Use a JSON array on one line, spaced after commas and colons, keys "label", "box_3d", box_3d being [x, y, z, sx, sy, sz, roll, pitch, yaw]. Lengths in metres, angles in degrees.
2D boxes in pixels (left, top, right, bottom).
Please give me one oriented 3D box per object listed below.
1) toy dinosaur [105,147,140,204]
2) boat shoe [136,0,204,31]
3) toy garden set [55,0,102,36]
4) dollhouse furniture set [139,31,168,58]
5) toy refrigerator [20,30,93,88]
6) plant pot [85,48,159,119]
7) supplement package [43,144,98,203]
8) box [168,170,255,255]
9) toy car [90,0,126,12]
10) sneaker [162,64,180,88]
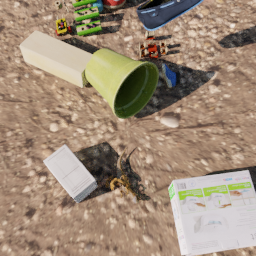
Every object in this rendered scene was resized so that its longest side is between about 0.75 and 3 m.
[{"label": "toy dinosaur", "box_3d": [-0.226, 1.659, 9.202, 1.002, 0.570, 1.887, -10, 68, -32]}, {"label": "boat shoe", "box_3d": [1.485, -3.982, 8.409, 2.718, 0.933, 1.144, -34, 46, 20]}, {"label": "toy garden set", "box_3d": [-2.256, -5.048, 11.749, 1.951, 0.467, 2.340, -12, 84, 7]}, {"label": "dollhouse furniture set", "box_3d": [0.989, -3.393, 11.538, 1.106, 0.570, 1.094, -7, 77, -3]}, {"label": "toy refrigerator", "box_3d": [-2.673, -2.665, 10.902, 2.752, 0.963, 1.045, 25, 61, 10]}, {"label": "plant pot", "box_3d": [-0.372, -1.779, 10.001, 2.193, 2.193, 2.016, -42, 61, -17]}, {"label": "supplement package", "box_3d": [-1.816, 1.483, 8.994, 0.899, 0.865, 1.580, -38, 71, -16]}, {"label": "box", "box_3d": [2.614, 2.528, 8.351, 2.371, 1.146, 2.092, -8, 65, -4]}, {"label": "toy car", "box_3d": [-0.910, -6.594, 11.928, 2.171, 2.355, 2.083, -27, 68, -12]}, {"label": "sneaker", "box_3d": [1.707, -2.100, 10.912, 0.571, 0.394, 1.027, -16, 70, -1]}]
